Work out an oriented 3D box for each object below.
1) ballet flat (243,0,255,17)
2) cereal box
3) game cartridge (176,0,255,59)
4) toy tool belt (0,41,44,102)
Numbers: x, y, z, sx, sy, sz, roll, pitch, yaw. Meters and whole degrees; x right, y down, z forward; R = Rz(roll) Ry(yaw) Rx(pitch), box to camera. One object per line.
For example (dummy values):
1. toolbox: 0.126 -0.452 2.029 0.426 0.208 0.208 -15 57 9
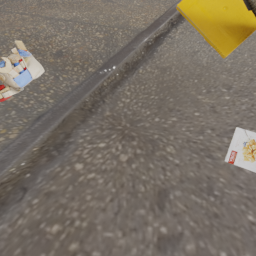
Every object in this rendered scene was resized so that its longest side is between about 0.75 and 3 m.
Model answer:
1. ballet flat: 2.861 -2.052 5.257 0.606 2.616 0.881 13 78 45
2. cereal box: 2.467 0.480 5.352 1.016 0.731 0.201 19 1 28
3. game cartridge: 2.233 -2.732 6.533 1.487 0.274 1.687 -42 89 5
4. toy tool belt: -2.306 -1.158 5.499 0.791 0.778 1.267 -8 33 32
